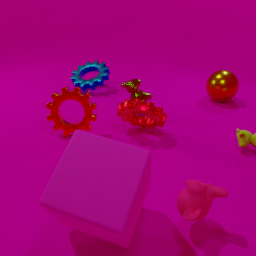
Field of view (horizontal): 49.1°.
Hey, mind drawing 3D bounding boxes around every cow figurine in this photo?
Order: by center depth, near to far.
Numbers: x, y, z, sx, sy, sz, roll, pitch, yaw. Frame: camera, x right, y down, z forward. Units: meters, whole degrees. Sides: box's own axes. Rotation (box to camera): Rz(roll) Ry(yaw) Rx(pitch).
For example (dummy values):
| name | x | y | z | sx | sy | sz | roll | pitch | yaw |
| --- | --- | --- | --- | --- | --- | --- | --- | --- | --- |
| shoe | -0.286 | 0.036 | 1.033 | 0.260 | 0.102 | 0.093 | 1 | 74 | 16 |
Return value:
| name | x | y | z | sx | sy | sz | roll | pitch | yaw |
| --- | --- | --- | --- | --- | --- | --- | --- | --- | --- |
| cow figurine | 3.331 | 0.241 | 7.123 | 0.986 | 1.002 | 0.550 | 52 | 19 | 10 |
| cow figurine | 0.233 | -0.970 | 8.825 | 1.098 | 1.116 | 0.612 | 8 | 3 | -41 |

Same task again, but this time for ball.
| name | x | y | z | sx | sy | sz | roll | pitch | yaw |
| --- | --- | --- | --- | --- | --- | --- | --- | --- | --- |
| ball | 3.357 | -1.498 | 9.979 | 1.131 | 1.131 | 1.131 | 0 | 29 | 0 |

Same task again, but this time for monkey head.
| name | x | y | z | sx | sy | sz | roll | pitch | yaw |
| --- | --- | --- | --- | --- | --- | --- | --- | --- | --- |
| monkey head | 1.262 | 1.269 | 4.801 | 0.820 | 0.687 | 1.140 | 8 | -3 | 22 |

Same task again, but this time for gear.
| name | x | y | z | sx | sy | sz | roll | pitch | yaw |
| --- | --- | --- | --- | --- | --- | --- | --- | --- | --- |
| gear | -1.565 | -0.455 | 7.835 | 1.390 | 1.390 | 0.257 | 0 | 15 | 0 |
| gear | 0.380 | -0.366 | 7.843 | 1.377 | 1.377 | 0.255 | 9 | 69 | 15 |
| gear | -1.469 | -2.062 | 10.960 | 1.504 | 0.278 | 1.504 | -7 | 49 | 8 |

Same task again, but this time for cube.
| name | x | y | z | sx | sy | sz | roll | pitch | yaw |
| --- | --- | --- | --- | --- | --- | --- | --- | --- | --- |
| cube | -0.419 | 1.023 | 4.622 | 1.300 | 1.300 | 1.300 | 16 | 61 | 13 |
